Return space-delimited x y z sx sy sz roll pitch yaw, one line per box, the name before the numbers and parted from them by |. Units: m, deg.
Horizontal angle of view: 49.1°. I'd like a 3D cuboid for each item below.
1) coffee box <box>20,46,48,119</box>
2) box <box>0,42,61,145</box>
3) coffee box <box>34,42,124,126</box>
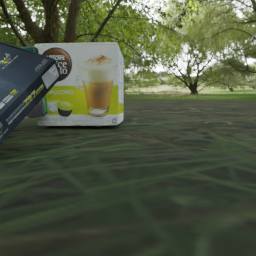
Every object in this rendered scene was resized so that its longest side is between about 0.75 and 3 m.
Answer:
coffee box | -3.540 -0.941 6.809 2.866 1.763 0.630 -7 10 -6
box | -2.004 -0.549 4.148 1.298 0.420 1.646 21 57 21
coffee box | -1.306 -1.247 8.430 2.248 2.226 2.251 0 5 3
